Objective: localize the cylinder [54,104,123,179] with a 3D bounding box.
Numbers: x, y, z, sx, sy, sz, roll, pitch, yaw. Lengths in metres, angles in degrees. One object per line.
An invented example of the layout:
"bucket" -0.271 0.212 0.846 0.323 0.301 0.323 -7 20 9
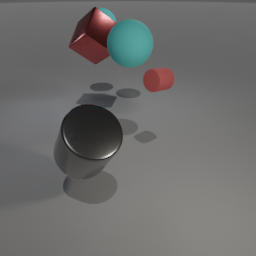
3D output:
"cylinder" -0.987 0.362 6.693 1.400 1.400 1.400 9 61 -17

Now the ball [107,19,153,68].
"ball" 0.064 -2.553 8.507 1.400 1.400 1.400 0 28 0

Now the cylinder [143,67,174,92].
"cylinder" 0.949 -1.493 8.642 0.700 0.700 0.700 25 30 39

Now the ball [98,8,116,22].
"ball" -1.242 -4.855 13.094 1.400 1.400 1.400 0 28 0

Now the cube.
"cube" -1.345 -3.735 11.511 1.400 1.400 1.400 28 -25 -32
